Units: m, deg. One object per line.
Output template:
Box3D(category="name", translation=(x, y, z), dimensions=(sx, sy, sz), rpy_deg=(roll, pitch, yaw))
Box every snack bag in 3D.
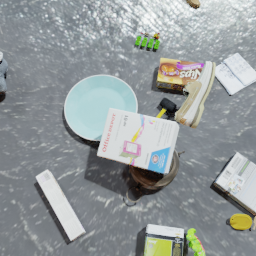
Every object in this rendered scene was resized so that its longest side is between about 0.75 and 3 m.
Box3D(category="snack bag", translation=(4.464, -2.288, 11.751), dimensions=(1.586, 0.170, 1.496), rpy_deg=(-30, 72, -11))

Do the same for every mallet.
Box3D(category="mallet", translation=(1.044, -0.394, 10.937), dimensions=(1.972, 0.406, 0.650), rpy_deg=(-44, 75, -11))

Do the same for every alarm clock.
Box3D(category="alarm clock", translation=(0.792, 1.472, 9.957), dimensions=(1.767, 0.872, 2.620), rpy_deg=(31, 75, 11))

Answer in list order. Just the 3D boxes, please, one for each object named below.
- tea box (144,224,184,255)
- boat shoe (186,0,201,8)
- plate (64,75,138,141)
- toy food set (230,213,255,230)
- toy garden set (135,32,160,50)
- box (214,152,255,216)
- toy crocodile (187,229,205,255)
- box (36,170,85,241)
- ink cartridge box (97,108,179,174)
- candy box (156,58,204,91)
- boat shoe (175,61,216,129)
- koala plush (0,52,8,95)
Box3D(category="tea box", translation=(1.142, 3.781, 9.046), dimensions=(1.161, 0.776, 1.142), rpy_deg=(8, 69, 3))
Box3D(category="boat shoe", translation=(2.917, -6.179, 13.132), dimensions=(0.471, 0.426, 1.321), rpy_deg=(-37, 73, -13))
Box3D(category="plate", translation=(-1.056, -0.790, 11.065), dimensions=(2.872, 0.367, 2.872), rpy_deg=(0, 69, -1))
Box3D(category="toy food set", translation=(3.913, 3.172, 9.586), dimensions=(0.891, 0.291, 0.524), rpy_deg=(5, 93, 4))
Box3D(category="toy garden set", translation=(0.911, -3.882, 12.370), dimensions=(1.019, 0.203, 0.850), rpy_deg=(13, 71, 6))
Box3D(category="box", translation=(4.256, 1.997, 9.959), dimensions=(1.884, 0.388, 1.468), rpy_deg=(36, 73, 14))
Box3D(category="toy crocodile", translation=(2.139, 3.668, 8.720), dimensions=(0.392, 1.270, 0.429), rpy_deg=(-17, 110, -3))
Box3D(category="box", translation=(-2.340, 2.623, 9.653), dimensions=(0.526, 0.491, 2.538), rpy_deg=(-33, 72, -12))
Box3D(category="ink cartridge box", translation=(0.331, 0.427, 9.242), dimensions=(2.319, 0.981, 1.676), rpy_deg=(13, 86, 18))
Box3D(category="candy box", translation=(2.210, -2.148, 11.493), dimensions=(1.952, 0.551, 1.139), rpy_deg=(9, 69, 5))
Box3D(category="boat shoe", translation=(2.268, -1.211, 9.411), dimensions=(0.813, 0.888, 2.376), rpy_deg=(19, 81, 6))
Box3D(category="koala plush", translation=(-5.315, -2.210, 11.194), dimensions=(1.400, 1.351, 1.523), rpy_deg=(19, 69, -5))
